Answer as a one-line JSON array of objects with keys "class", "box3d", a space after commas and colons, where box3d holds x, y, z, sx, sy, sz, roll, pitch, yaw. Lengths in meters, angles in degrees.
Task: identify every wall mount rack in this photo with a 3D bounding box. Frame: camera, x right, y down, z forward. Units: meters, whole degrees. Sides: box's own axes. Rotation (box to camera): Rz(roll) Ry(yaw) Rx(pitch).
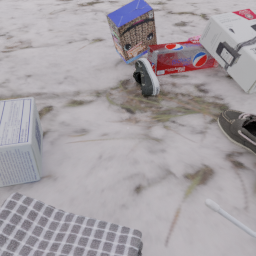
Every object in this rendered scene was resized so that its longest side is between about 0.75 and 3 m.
[{"class": "wall mount rack", "box3d": [2.157, 1.884, 3.797, 2.120, 0.910, 2.440, 2, 35, 3]}]

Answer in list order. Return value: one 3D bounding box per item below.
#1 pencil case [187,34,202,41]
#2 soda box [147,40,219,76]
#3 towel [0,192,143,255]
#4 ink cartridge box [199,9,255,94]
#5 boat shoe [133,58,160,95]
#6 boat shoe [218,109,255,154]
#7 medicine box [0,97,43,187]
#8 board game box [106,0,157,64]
[{"class": "pencil case", "box3d": [3.107, -3.693, 11.910, 1.389, 0.575, 0.601, -27, 41, -31]}, {"class": "soda box", "box3d": [2.028, -2.592, 10.134, 2.597, 0.823, 0.909, -10, 38, -15]}, {"class": "towel", "box3d": [-1.055, 2.098, 3.315, 2.161, 1.117, 2.610, 8, 36, 10]}, {"class": "ink cartridge box", "box3d": [3.932, -2.567, 9.122, 1.885, 1.082, 2.595, -20, 62, -25]}, {"class": "boat shoe", "box3d": [0.475, -1.699, 9.047, 0.557, 0.676, 1.968, -8, 38, -10]}, {"class": "boat shoe", "box3d": [3.064, 0.207, 6.198, 0.984, 0.838, 2.942, -10, 37, -14]}, {"class": "medicine box", "box3d": [-2.905, 0.303, 5.906, 1.976, 1.017, 1.800, -9, 37, -10]}, {"class": "board game box", "box3d": [0.196, -3.432, 10.011, 1.402, 1.758, 0.851, -31, 60, -6]}]
